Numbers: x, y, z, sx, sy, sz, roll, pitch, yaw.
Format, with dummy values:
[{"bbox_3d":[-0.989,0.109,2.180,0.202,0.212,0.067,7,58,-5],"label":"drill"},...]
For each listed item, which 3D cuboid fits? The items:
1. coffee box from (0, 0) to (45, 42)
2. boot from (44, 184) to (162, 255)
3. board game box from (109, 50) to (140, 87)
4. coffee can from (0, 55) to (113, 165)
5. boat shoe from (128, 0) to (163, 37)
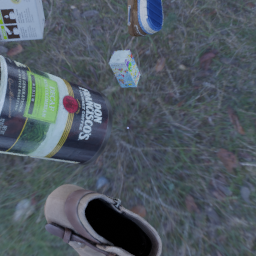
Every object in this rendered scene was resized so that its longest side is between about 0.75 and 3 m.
[{"bbox_3d":[-3.097,-2.421,5.701,2.550,1.017,1.458,-8,37,-10],"label":"coffee box"},{"bbox_3d":[-0.171,1.966,4.845,2.983,2.181,1.048,34,60,-21],"label":"boot"},{"bbox_3d":[-0.064,-1.473,7.028,0.450,0.858,0.442,2,56,25],"label":"board game box"},{"bbox_3d":[-1.847,-0.257,5.926,1.831,2.501,1.831,-15,69,42],"label":"coffee can"},{"bbox_3d":[0.352,-3.898,7.786,1.017,1.015,2.809,-7,72,41],"label":"boat shoe"}]
